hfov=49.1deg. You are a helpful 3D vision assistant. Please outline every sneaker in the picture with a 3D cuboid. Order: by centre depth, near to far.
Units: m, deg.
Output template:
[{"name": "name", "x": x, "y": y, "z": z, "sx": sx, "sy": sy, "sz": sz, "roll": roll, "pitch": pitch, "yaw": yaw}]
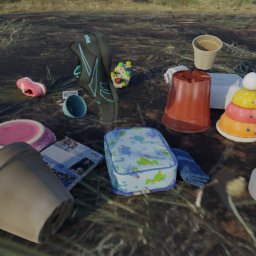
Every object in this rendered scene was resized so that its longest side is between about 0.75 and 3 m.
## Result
[{"name": "sneaker", "x": -0.951, "y": -1.337, "z": 8.103, "sx": 1.096, "sy": 2.766, "sz": 1.043, "roll": -18, "pitch": 32, "yaw": -14}, {"name": "sneaker", "x": -5.092, "y": -2.064, "z": 14.220, "sx": 1.973, "sy": 0.727, "sz": 0.856, "roll": 17, "pitch": 35, "yaw": 28}]

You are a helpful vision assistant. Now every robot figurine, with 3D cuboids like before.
[{"name": "robot figurine", "x": 2.780, "y": -2.951, "z": 15.588, "sx": 1.633, "sy": 0.922, "sz": 1.385, "roll": -21, "pitch": 9, "yaw": -34}]

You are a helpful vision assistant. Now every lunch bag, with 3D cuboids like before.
[{"name": "lunch bag", "x": 0.349, "y": 0.922, "z": 8.550, "sx": 1.988, "sy": 1.020, "sz": 2.473, "roll": -7, "pitch": 30, "yaw": -10}]

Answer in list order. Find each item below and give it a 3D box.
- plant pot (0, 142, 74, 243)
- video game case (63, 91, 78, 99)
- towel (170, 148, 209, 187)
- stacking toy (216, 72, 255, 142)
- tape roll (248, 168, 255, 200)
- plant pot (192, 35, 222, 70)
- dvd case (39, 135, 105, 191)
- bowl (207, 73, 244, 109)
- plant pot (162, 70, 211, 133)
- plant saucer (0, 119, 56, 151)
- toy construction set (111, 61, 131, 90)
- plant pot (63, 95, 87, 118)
[{"name": "plant pot", "x": -2.356, "y": 1.661, "z": 6.576, "sx": 1.804, "sy": 2.079, "sz": 2.079, "roll": 31, "pitch": 38, "yaw": 16}, {"name": "video game case", "x": -2.921, "y": -1.700, "z": 14.213, "sx": 0.731, "sy": 0.094, "sz": 0.804, "roll": -5, "pitch": 30, "yaw": -9}, {"name": "towel", "x": 1.784, "y": 1.135, "z": 8.564, "sx": 0.846, "sy": 0.368, "sz": 1.515, "roll": 18, "pitch": 23, "yaw": -24}, {"name": "stacking toy", "x": 4.304, "y": -0.848, "z": 10.302, "sx": 1.764, "sy": 2.414, "sz": 1.764, "roll": -1, "pitch": 29, "yaw": 0}, {"name": "tape roll", "x": 4.172, "y": 1.658, "z": 7.787, "sx": 1.469, "sy": 0.485, "sz": 1.469, "roll": 0, "pitch": 30, "yaw": 0}, {"name": "plant pot", "x": 2.206, "y": -2.098, "z": 7.975, "sx": 0.800, "sy": 0.733, "sz": 0.800, "roll": -2, "pitch": 50, "yaw": 3}, {"name": "dvd case", "x": -2.112, "y": 1.142, "z": 8.745, "sx": 1.754, "sy": 0.216, "sz": 2.459, "roll": 23, "pitch": 36, "yaw": 21}, {"name": "bowl", "x": 4.410, "y": -1.891, "z": 13.500, "sx": 2.665, "sy": 0.995, "sz": 2.661, "roll": 7, "pitch": 31, "yaw": 19}, {"name": "plant pot", "x": 2.460, "y": -1.181, "z": 11.328, "sx": 2.051, "sy": 1.995, "sz": 2.051, "roll": 0, "pitch": 29, "yaw": 0}, {"name": "plant saucer", "x": -3.899, "y": 0.442, "z": 9.779, "sx": 2.685, "sy": 0.680, "sz": 2.685, "roll": 0, "pitch": 30, "yaw": 0}, {"name": "toy construction set", "x": -0.969, "y": -2.773, "z": 15.032, "sx": 2.541, "sy": 1.170, "sz": 1.666, "roll": -9, "pitch": 54, "yaw": -1}, {"name": "plant pot", "x": -2.375, "y": -0.837, "z": 11.941, "sx": 0.680, "sy": 1.010, "sz": 1.010, "roll": -20, "pitch": 9, "yaw": 46}]
